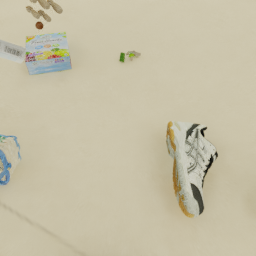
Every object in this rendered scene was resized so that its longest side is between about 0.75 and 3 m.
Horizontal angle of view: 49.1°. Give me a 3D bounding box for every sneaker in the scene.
[{"bbox_3d":[1.664,0.819,6.806,1.198,1.034,2.734,0,48,0],"label":"sneaker"}]

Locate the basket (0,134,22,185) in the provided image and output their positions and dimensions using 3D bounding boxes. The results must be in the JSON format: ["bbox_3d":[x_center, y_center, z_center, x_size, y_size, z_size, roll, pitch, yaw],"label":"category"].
[{"bbox_3d":[-3.530,0.847,6.627,1.559,1.230,1.769,10,38,8],"label":"basket"}]

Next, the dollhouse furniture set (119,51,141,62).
[{"bbox_3d":[0.072,-2.741,10.771,0.431,0.333,0.862,30,34,34],"label":"dollhouse furniture set"}]

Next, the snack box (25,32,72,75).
[{"bbox_3d":[-3.001,-2.850,10.528,1.565,0.628,1.856,-11,46,-9],"label":"snack box"}]

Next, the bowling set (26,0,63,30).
[{"bbox_3d":[-2.800,-3.626,8.666,0.720,0.933,1.341,45,22,23],"label":"bowling set"}]

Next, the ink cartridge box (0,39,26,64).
[{"bbox_3d":[-2.864,-1.649,6.158,0.997,1.246,0.295,13,82,-28],"label":"ink cartridge box"}]
